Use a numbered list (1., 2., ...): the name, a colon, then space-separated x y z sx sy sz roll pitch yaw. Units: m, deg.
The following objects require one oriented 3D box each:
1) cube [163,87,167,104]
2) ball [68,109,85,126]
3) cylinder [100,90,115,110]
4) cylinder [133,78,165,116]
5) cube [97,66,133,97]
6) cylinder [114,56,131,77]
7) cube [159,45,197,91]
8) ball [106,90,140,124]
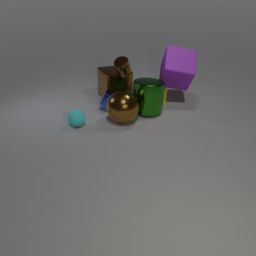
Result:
1. cube: 1.479 -1.601 13.768 0.700 0.700 0.700 11 31 18
2. ball: -2.121 -0.417 11.537 0.700 0.700 0.700 0 29 0
3. cylinder: -0.861 -1.277 12.937 0.700 0.700 0.700 24 32 -16
4. cylinder: 0.909 -1.420 12.581 1.400 1.400 1.400 3 24 -1
5. cube: -0.671 -2.299 14.260 1.400 1.400 1.400 -11 31 -22
6. cylinder: -0.248 -2.839 13.005 0.700 0.700 0.700 -5 60 10
7. cube: 2.309 -2.783 13.134 1.400 1.400 1.400 10 65 -2
8. ball: -0.214 -0.876 11.779 1.400 1.400 1.400 0 29 0
